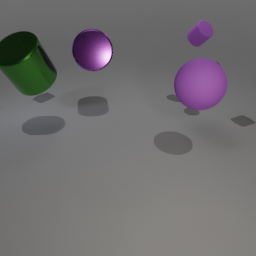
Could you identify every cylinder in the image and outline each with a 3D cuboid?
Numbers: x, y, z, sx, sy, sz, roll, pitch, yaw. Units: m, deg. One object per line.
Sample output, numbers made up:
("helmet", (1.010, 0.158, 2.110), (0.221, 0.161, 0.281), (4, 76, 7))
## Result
("cylinder", (-1.301, -2.798, 10.177), (1.400, 1.400, 1.400), (-5, 14, -8))
("cylinder", (2.692, -3.513, 10.445), (0.700, 0.700, 0.700), (-18, -7, -28))
("cylinder", (-3.092, -1.941, 8.540), (1.400, 1.400, 1.400), (-6, 59, 10))

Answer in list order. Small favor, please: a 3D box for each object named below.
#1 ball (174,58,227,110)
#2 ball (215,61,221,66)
("ball", (1.954, -1.180, 7.592), (1.400, 1.400, 1.400), (0, 30, 0))
("ball", (3.070, -2.100, 10.265), (0.700, 0.700, 0.700), (0, 30, 0))
